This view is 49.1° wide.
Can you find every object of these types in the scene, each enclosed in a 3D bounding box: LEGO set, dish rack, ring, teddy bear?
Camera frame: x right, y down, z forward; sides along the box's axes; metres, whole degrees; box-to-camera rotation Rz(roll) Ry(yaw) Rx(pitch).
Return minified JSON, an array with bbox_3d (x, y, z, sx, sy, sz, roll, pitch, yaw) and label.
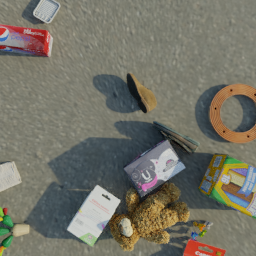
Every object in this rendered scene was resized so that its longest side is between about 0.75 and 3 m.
[{"bbox_3d":[2.447,3.563,9.808,1.025,0.421,0.391,-48,118,-7],"label":"LEGO set"},{"bbox_3d":[-2.981,-4.336,10.343,0.752,0.191,0.877,30,87,3],"label":"dish rack"},{"bbox_3d":[4.001,-0.520,10.115,2.145,0.206,2.145,0,86,-1],"label":"ring"},{"bbox_3d":[0.701,3.012,9.533,2.842,0.949,2.060,-10,85,-1],"label":"teddy bear"}]

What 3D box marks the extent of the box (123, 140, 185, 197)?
[{"bbox_3d":[0.862,1.351,9.581,1.770,1.016,1.170,-33,87,-2],"label":"box"}]

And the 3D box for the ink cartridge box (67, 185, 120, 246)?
[{"bbox_3d":[-1.144,2.948,9.690,1.060,0.609,1.809,34,87,2],"label":"ink cartridge box"}]

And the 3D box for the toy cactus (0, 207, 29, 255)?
[{"bbox_3d":[-4.197,3.571,9.666,1.475,0.914,1.787,1,84,-19],"label":"toy cactus"}]

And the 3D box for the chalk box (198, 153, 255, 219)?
[{"bbox_3d":[3.858,2.020,9.305,2.402,1.499,1.489,26,87,3],"label":"chalk box"}]

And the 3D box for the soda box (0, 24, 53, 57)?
[{"bbox_3d":[-3.950,-3.132,9.952,2.346,0.821,0.744,7,87,1],"label":"soda box"}]

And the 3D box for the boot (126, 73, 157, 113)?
[{"bbox_3d":[0.476,-1.322,10.070,0.591,0.577,1.567,-29,89,-23],"label":"boot"}]

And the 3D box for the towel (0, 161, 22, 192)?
[{"bbox_3d":[-4.527,1.802,9.954,1.326,0.229,0.879,-25,86,-1],"label":"towel"}]

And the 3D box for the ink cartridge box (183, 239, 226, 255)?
[{"bbox_3d":[2.477,4.807,9.519,1.379,0.426,1.700,17,102,1],"label":"ink cartridge box"}]

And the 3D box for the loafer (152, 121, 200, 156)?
[{"bbox_3d":[1.612,0.368,9.856,1.837,0.660,0.578,26,93,-1],"label":"loafer"}]
